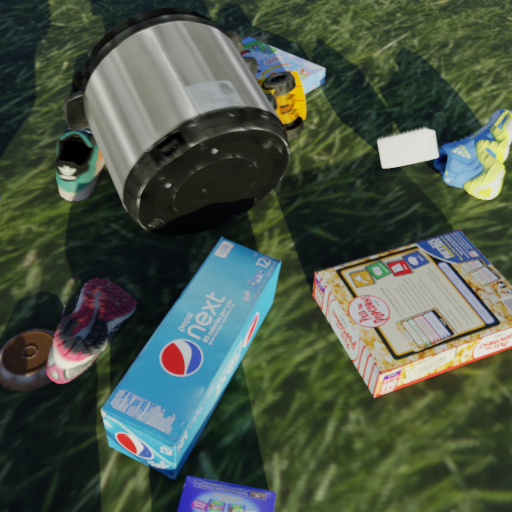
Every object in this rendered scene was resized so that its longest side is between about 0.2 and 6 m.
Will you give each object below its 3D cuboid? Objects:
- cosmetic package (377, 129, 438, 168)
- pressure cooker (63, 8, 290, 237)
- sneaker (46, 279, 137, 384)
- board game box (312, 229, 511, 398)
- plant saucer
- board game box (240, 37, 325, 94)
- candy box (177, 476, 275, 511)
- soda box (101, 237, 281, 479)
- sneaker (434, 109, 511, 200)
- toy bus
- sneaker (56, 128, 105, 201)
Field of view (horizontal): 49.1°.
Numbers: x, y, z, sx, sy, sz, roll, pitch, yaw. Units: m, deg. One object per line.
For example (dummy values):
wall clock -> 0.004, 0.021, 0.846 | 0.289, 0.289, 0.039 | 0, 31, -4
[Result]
cosmetic package -> 3.280, -2.300, 12.053 | 1.036, 0.639, 1.039 | -9, 4, 28
pressure cooker -> -1.444, -2.693, 10.625 | 3.306, 3.357, 3.759 | 10, 46, -57
sneaker -> -2.666, 1.098, 8.914 | 0.898, 0.832, 2.227 | 34, 26, -2
board game box -> 2.784, 0.838, 9.484 | 2.989, 0.692, 2.264 | -15, 47, -14
plant saucer -> -3.643, 1.612, 9.072 | 1.201, 0.220, 1.201 | 1, 45, -1
board game box -> 0.107, -5.045, 15.411 | 2.865, 0.524, 2.167 | 34, 54, 28
candy box -> -0.461, 3.591, 6.879 | 1.209, 0.551, 1.430 | 9, 45, 6
soda box -> -0.845, 1.390, 8.526 | 1.134, 1.198, 3.533 | 23, 49, 12
sneaker -> 4.846, -2.461, 12.488 | 1.484, 1.070, 2.824 | 16, 48, 15
toy bus -> -0.093, -3.351, 13.214 | 2.057, 1.454, 2.143 | 12, 50, 27
sneaker -> -3.785, -2.488, 12.364 | 0.951, 1.064, 2.664 | 4, 51, -6
